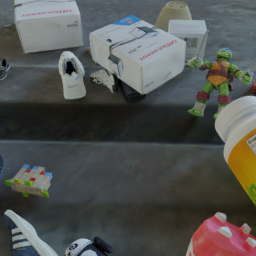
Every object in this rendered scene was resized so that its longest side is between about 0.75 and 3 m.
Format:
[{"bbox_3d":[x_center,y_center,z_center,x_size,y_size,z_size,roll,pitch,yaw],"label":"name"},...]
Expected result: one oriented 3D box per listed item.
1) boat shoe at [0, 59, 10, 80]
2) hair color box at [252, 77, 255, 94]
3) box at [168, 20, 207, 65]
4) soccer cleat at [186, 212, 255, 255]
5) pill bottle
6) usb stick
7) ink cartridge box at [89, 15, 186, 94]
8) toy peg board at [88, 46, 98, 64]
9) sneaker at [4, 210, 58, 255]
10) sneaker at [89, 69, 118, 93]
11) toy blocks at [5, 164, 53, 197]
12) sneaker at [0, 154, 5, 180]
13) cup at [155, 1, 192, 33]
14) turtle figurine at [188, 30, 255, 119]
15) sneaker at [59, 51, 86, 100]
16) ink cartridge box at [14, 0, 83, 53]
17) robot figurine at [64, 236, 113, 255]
[{"bbox_3d":[-3.907,-1.805,8.647,0.324,0.280,0.892,0,46,0],"label":"boat shoe"},{"bbox_3d":[4.276,-1.236,7.801,1.368,0.694,0.419,10,46,10],"label":"hair color box"},{"bbox_3d":[1.838,-2.722,8.941,1.137,1.143,0.979,3,47,4],"label":"box"},{"bbox_3d":[2.295,2.379,4.237,2.913,1.114,0.971,26,18,5],"label":"soccer cleat"},{"bbox_3d":[2.833,0.679,5.322,1.543,1.543,2.779,-12,47,-11],"label":"pill bottle"},{"bbox_3d":[-0.028,-1.531,8.317,0.615,0.362,2.218,-11,46,-7],"label":"usb stick"},{"bbox_3d":[0.250,-2.166,7.975,1.662,0.975,2.269,-34,52,-24],"label":"ink cartridge box"},{"bbox_3d":[-0.726,-2.699,9.366,1.038,0.510,1.042,-15,48,-14],"label":"toy peg board"},{"bbox_3d":[-1.839,1.995,4.779,1.436,0.538,0.607,30,67,35],"label":"sneaker"},{"bbox_3d":[-0.726,-1.320,8.140,0.701,0.460,1.218,-17,40,-4],"label":"sneaker"},{"bbox_3d":[-1.943,1.051,5.802,0.911,0.455,0.623,8,34,11],"label":"toy blocks"},{"bbox_3d":[-2.989,1.439,5.289,0.734,0.858,2.091,31,67,-12],"label":"sneaker"},{"bbox_3d":[1.718,-3.986,10.255,1.462,1.046,1.462,0,45,0],"label":"cup"},{"bbox_3d":[2.163,-1.219,6.807,1.409,1.958,1.898,14,88,-10],"label":"turtle figurine"},{"bbox_3d":[-1.630,-1.725,8.137,0.779,0.910,2.090,-13,46,-11],"label":"sneaker"},{"bbox_3d":[-2.916,-4.058,10.192,2.083,1.213,2.881,-11,47,-11],"label":"ink cartridge box"},{"bbox_3d":[-0.598,2.212,4.486,0.943,0.588,0.709,30,37,26],"label":"robot figurine"}]
